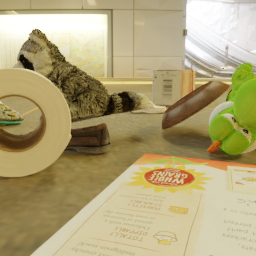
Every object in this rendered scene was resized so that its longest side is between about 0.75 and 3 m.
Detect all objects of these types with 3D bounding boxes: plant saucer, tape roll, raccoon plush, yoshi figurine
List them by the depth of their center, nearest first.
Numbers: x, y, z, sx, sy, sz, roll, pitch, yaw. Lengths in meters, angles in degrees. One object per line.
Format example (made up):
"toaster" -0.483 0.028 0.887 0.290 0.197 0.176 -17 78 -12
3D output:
"tape roll" -1.638 -0.140 4.157 1.491 1.491 1.024 -4 13 -18
"yoshi figurine" 2.383 -0.349 5.140 1.625 1.619 2.891 14 20 26
"raccoon plush" -1.002 -1.091 5.975 2.743 1.838 1.327 -11 -1 -39
"plant saucer" 1.473 -0.599 6.539 1.824 0.334 1.824 -34 3 2

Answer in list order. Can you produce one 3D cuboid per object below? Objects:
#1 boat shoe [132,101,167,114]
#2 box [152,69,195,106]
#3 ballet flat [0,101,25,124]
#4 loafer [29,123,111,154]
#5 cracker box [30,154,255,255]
"boat shoe" 0.690 -0.729 9.445 1.236 0.428 0.438 1 12 5
"box" 1.968 -1.730 11.753 1.219 1.431 2.238 6 13 26
"ballet flat" -4.196 -0.543 7.241 2.847 1.024 1.024 -2 12 -10
"loafer" -1.110 0.109 5.227 1.713 0.539 0.616 5 14 20
"cracker box" 0.481 0.860 1.208 1.718 0.740 2.565 5 12 21
